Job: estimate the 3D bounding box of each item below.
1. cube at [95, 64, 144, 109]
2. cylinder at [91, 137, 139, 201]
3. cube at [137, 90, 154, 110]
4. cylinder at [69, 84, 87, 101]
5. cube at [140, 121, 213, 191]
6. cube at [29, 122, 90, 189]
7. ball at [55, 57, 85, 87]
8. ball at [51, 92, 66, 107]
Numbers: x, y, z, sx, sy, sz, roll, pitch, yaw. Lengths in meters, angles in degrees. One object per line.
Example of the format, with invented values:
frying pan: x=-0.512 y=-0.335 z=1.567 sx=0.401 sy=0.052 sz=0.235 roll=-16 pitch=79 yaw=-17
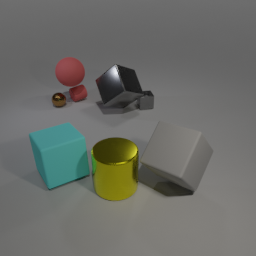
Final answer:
cube: x=-0.389 y=-1.860 z=12.879 sx=1.400 sy=1.400 sz=1.400 roll=2 pitch=64 yaw=-51
cylinder: x=-0.380 y=1.223 z=8.527 sx=1.400 sy=1.400 sz=1.400 roll=0 pitch=30 yaw=0
cube: x=0.842 y=-1.361 z=13.662 sx=0.700 sy=0.700 sz=0.700 roll=-6 pitch=31 yaw=-10
cylinder: x=-2.542 y=-1.797 z=14.316 sx=0.700 sy=0.700 sz=0.700 roll=-25 pitch=38 yaw=-27
cube: x=1.467 y=0.825 z=8.288 sx=1.400 sy=1.400 sz=1.400 roll=18 pitch=75 yaw=38
cube: x=-2.214 y=0.836 z=9.063 sx=1.400 sy=1.400 sz=1.400 roll=-18 pitch=30 yaw=-26
ball: x=-2.777 y=-2.687 z=13.454 sx=1.400 sy=1.400 sz=1.400 roll=0 pitch=30 yaw=0
ball: x=-3.386 y=-1.392 z=13.715 sx=0.700 sy=0.700 sz=0.700 roll=0 pitch=30 yaw=0
